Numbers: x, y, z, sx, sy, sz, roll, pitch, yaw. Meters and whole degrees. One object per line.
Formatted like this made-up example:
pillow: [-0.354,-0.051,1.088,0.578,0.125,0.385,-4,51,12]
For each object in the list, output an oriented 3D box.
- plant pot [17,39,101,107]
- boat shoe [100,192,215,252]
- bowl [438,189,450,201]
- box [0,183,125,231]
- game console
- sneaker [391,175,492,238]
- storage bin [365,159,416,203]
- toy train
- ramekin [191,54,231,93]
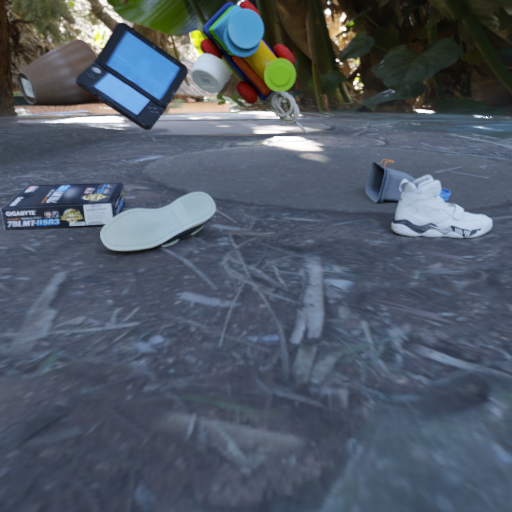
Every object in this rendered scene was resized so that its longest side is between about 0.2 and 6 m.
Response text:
plant pot: [-3.062,-2.720,8.649,0.994,0.994,1.063,17,38,42]
boat shoe: [-2.061,-0.581,11.911,2.577,0.974,0.777,-18,-17,-26]
bowl: [5.046,-1.786,16.299,1.142,0.224,1.142,0,18,0]
box: [-4.788,-1.322,14.308,2.602,0.651,2.621,-1,18,-7]
game console: [-1.732,-2.536,7.905,1.200,0.712,1.034,32,38,-12]
sneaker: [4.218,-1.110,12.587,2.250,1.293,0.845,0,19,1]
storage bin: [3.931,-2.123,16.109,1.084,1.175,1.614,9,18,-6]
toy train: [0.323,-3.184,9.998,1.200,2.835,1.640,-43,23,5]
ramekin: [-0.848,-3.296,10.203,0.702,0.702,0.342,12,66,33]
